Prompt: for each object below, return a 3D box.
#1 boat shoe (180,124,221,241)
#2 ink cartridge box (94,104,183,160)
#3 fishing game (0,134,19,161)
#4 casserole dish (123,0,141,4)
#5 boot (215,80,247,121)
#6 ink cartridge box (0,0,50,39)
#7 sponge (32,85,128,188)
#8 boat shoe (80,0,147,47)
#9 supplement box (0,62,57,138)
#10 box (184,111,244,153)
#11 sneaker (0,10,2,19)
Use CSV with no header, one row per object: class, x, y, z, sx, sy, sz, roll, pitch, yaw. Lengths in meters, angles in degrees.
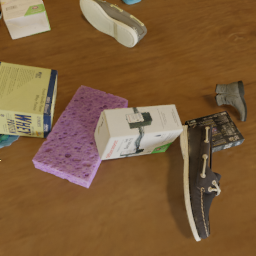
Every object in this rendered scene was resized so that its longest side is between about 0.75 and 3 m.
boat shoe,1.816,1.185,6.833,0.883,1.081,2.925,-8,53,15
ink cartridge box,0.213,0.123,7.211,1.915,1.403,0.795,-6,64,-18
fishing game,-3.859,-0.016,8.239,1.425,0.309,1.991,16,57,8
casserole dish,0.026,-5.898,12.260,0.956,0.306,1.579,-23,58,-15
boot,3.109,-0.778,8.482,0.843,1.290,0.437,-10,14,20
ink cartridge box,-4.166,-4.845,11.156,1.544,0.887,2.636,-18,58,-10
sponge,-1.260,0.095,8.072,1.642,0.439,2.943,18,56,11
boat shoe,-0.599,-4.165,10.659,2.942,1.051,0.879,39,64,17
supplement box,-2.999,-0.786,8.015,1.732,1.164,1.734,6,55,-12
box,2.472,0.132,8.124,1.360,0.296,1.090,-15,57,-10
sneaker,-5.450,-4.533,11.118,0.493,0.634,1.409,2,56,1
